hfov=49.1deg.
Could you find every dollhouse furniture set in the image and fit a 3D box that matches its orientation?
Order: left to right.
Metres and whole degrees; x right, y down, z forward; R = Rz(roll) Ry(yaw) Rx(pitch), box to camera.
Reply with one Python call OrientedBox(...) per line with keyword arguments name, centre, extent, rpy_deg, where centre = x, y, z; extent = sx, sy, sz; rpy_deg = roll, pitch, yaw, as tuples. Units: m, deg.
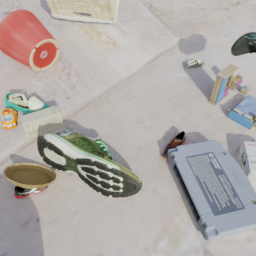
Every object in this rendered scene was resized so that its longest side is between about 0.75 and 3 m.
OrientedBox(name="dollhouse furniture set", centre=(3.418, -1.016, 7.954), extent=(1.523, 1.052, 1.613), rpy_deg=(-36, 58, -28))

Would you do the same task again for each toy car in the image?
OrientedBox(name="toy car", centre=(-3.714, -0.348, 7.757), extent=(1.361, 0.453, 0.667), rpy_deg=(4, 48, 3))

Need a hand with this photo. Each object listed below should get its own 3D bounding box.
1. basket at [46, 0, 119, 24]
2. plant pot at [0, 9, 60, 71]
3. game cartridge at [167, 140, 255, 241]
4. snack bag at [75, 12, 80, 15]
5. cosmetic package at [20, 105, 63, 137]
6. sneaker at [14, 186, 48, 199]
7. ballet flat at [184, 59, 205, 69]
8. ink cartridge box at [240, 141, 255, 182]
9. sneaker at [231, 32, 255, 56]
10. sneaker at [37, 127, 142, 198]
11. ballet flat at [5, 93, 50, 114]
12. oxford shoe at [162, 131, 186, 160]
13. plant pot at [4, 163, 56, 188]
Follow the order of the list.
OrientedBox(name="basket", centre=(-1.627, -5.659, 10.359), extent=(2.668, 2.165, 2.692), rpy_deg=(6, 86, 1))
OrientedBox(name="plant pot", centre=(-3.191, -2.770, 9.247), extent=(1.493, 1.687, 1.687), rpy_deg=(40, 59, 20))
OrientedBox(name="game cartridge", centre=(1.946, 1.269, 6.270), extent=(1.482, 0.462, 2.225), rpy_deg=(-6, 49, -16))
OrientedBox(name="snack bag", centre=(-2.049, -5.604, 10.948), extent=(0.223, 2.087, 1.967), rpy_deg=(-17, 7, -34))
OrientedBox(name="cosmetic package", centre=(-2.317, -0.187, 7.567), extent=(1.009, 0.522, 0.369), rpy_deg=(-19, 50, -18))
OrientedBox(name="sneaker", centre=(-2.184, 1.328, 6.298), extent=(0.779, 0.381, 0.275), rpy_deg=(-16, 47, -16))
OrientedBox(name="ballet flat", centre=(2.301, -2.210, 9.560), extent=(0.774, 0.278, 0.278), rpy_deg=(-13, 49, -12))
OrientedBox(name="ink cartridge box", centre=(3.141, 0.815, 6.734), extent=(0.688, 0.414, 0.946), rpy_deg=(5, 50, 4))
OrientedBox(name="sneaker", centre=(3.429, -2.231, 7.282), extent=(1.452, 0.547, 0.575), rpy_deg=(-22, 45, 18))
OrientedBox(name="sneaker", centre=(-0.783, 0.602, 6.609), extent=(2.733, 1.051, 1.211), rpy_deg=(25, 44, 18))
OrientedBox(name="ballet flat", centre=(-2.860, -0.682, 7.990), extent=(1.558, 0.548, 0.525), rpy_deg=(14, 50, 12))
OrientedBox(name="oxford shoe", centre=(1.168, 0.428, 7.125), extent=(0.340, 0.347, 0.956), rpy_deg=(26, 53, 22))
OrientedBox(name="plant pot", centre=(-2.204, 1.083, 6.329), extent=(1.130, 0.155, 1.130), rpy_deg=(14, 13, -3))
